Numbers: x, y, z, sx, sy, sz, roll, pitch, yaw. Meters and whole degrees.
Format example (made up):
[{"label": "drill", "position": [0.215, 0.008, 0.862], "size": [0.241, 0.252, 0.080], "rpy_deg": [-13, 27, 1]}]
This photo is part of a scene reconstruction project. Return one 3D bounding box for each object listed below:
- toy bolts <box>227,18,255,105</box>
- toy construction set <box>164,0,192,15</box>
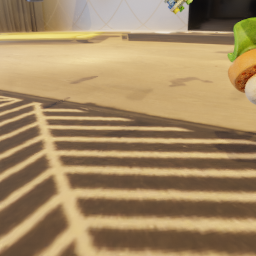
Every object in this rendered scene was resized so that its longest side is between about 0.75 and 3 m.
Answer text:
[{"label": "toy bolts", "position": [2.509, -1.335, 4.042], "size": [1.930, 2.020, 1.401], "rpy_deg": [-7, 57, 8]}, {"label": "toy construction set", "position": [2.080, -4.550, 8.814], "size": [2.252, 1.037, 1.477], "rpy_deg": [-29, 11, 12]}]
